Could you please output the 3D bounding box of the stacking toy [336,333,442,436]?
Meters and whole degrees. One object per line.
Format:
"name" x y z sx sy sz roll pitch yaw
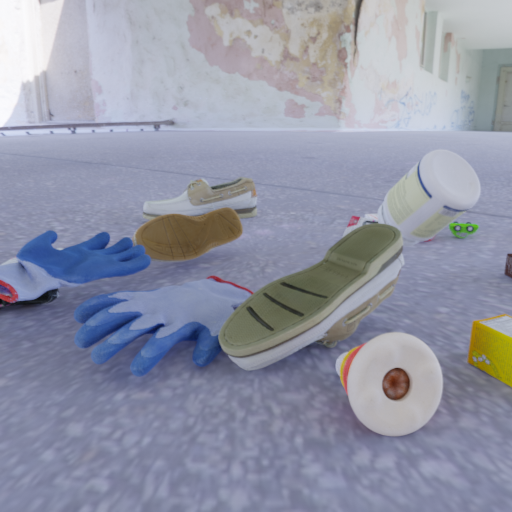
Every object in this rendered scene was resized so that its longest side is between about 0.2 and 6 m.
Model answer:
"stacking toy" 1.149 1.187 5.570 0.929 0.929 1.271 -4 -2 -13

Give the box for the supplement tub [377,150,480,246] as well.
"supplement tub" 2.651 -0.860 8.766 1.029 1.029 1.419 -9 -23 -29

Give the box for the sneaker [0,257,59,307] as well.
"sneaker" -3.719 0.525 7.909 1.892 0.760 0.817 -2 30 16

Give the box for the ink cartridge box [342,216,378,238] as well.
"ink cartridge box" 2.157 -0.395 10.851 0.821 0.351 0.606 12 63 33

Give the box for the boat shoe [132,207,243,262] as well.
"boat shoe" -1.286 -0.281 10.039 0.835 0.889 2.413 -26 -9 42

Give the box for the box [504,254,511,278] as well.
"box" 4.561 0.277 8.989 0.555 0.416 1.109 -3 18 -11

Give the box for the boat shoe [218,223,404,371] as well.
"boat shoe" 0.820 0.641 6.784 2.725 0.932 1.018 -30 34 -23

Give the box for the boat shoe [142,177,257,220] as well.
"boat shoe" -1.364 -1.394 13.653 2.854 0.976 1.066 -7 18 -22

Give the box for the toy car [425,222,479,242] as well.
"toy car" 4.015 -0.550 11.958 1.371 0.325 1.457 4 17 12

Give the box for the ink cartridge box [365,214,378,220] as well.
"ink cartridge box" 2.907 -0.699 12.367 0.881 0.371 0.638 -4 17 -12

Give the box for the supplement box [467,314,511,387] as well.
"supplement box" 2.852 1.070 6.026 0.533 0.536 0.979 -7 18 -25

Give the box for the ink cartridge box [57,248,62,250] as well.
"ink cartridge box" -3.537 0.112 9.897 0.832 0.209 0.959 8 18 28

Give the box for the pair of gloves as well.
"pair of gloves" -1.823 0.439 7.399 3.598 0.410 2.893 20 18 20
